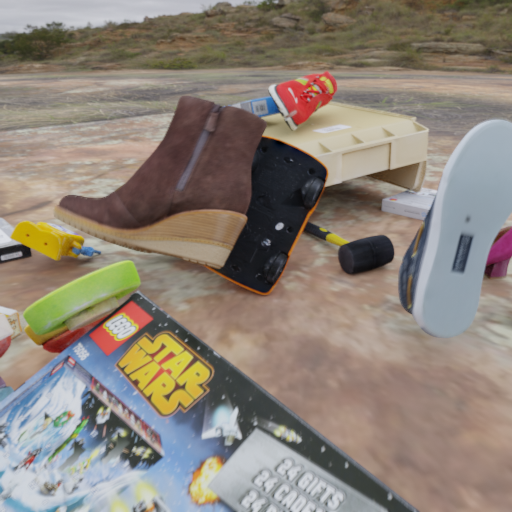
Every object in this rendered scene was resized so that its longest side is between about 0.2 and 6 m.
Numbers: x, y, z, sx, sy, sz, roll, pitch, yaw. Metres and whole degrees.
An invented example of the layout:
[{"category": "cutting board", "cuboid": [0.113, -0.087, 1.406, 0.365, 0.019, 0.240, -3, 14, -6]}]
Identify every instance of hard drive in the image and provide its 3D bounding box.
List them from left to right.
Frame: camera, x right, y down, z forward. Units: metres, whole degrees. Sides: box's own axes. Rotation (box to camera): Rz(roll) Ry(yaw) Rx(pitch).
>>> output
[{"category": "hard drive", "cuboid": [-4.299, -0.212, 8.777, 1.065, 0.288, 1.525, -16, 26, -34]}]

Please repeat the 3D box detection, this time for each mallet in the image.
[{"category": "mallet", "cuboid": [1.119, -0.238, 8.776, 0.757, 0.473, 2.299, -17, 23, -27]}]

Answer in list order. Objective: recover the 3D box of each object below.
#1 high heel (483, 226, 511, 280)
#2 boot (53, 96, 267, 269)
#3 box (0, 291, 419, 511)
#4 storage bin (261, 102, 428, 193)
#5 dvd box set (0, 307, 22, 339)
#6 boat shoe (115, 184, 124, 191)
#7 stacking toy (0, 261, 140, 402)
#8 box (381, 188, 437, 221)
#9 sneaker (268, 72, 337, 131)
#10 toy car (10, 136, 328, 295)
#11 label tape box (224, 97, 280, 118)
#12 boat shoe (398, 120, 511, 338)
[{"category": "high heel", "cuboid": [2.812, -0.015, 7.674, 1.549, 0.745, 0.522, -7, 23, -17]}, {"category": "boot", "cuboid": [-1.185, -1.024, 7.021, 2.386, 1.985, 0.863, 13, -6, 7]}, {"category": "box", "cuboid": [-0.682, 1.487, 2.916, 2.079, 0.606, 3.036, -41, 35, -17]}, {"category": "storage bin", "cuboid": [1.118, -1.883, 10.963, 3.202, 1.501, 3.179, -17, 28, -26]}, {"category": "dvd box set", "cuboid": [-3.835, 1.015, 5.704, 1.633, 0.328, 2.232, 10, 25, 21]}, {"category": "boat shoe", "cuboid": [-0.823, -0.805, 8.390, 2.953, 1.063, 0.997, -14, 16, -29]}, {"category": "stacking toy", "cuboid": [-1.744, 0.939, 4.484, 2.138, 0.903, 1.935, -27, -2, -39]}, {"category": "box", "cuboid": [3.172, -1.019, 10.773, 0.980, 0.259, 1.258, 19, 28, 39]}, {"category": "sneaker", "cuboid": [0.943, -2.999, 10.264, 0.980, 0.889, 2.309, -25, 15, 28]}, {"category": "toy car", "cuboid": [-1.120, -0.727, 7.981, 4.174, 2.047, 1.389, 9, 1, 10]}, {"category": "label tape box", "cuboid": [-0.172, -2.838, 10.958, 0.814, 0.357, 1.129, -23, 18, -39]}, {"category": "boat shoe", "cuboid": [2.067, -0.311, 5.990, 0.796, 2.251, 1.022, 16, 7, -5]}]
